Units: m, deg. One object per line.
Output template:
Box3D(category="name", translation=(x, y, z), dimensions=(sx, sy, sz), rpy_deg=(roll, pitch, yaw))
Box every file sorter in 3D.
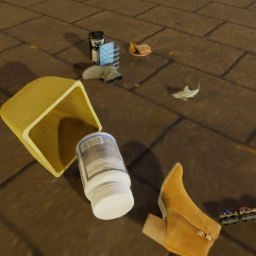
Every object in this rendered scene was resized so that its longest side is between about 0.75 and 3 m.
Box3D(category="file sorter", translation=(-0.905, -3.576, 14.092), dimensions=(0.798, 1.150, 0.705), rpy_deg=(-27, 53, -26))

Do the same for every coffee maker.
Box3D(category="coffee maker", translation=(-1.679, -4.284, 14.632), dimensions=(0.953, 1.415, 1.359), rpy_deg=(-26, 49, -26))

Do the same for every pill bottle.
Box3D(category="pill bottle", translation=(-0.728, 1.400, 8.515), dimensions=(1.384, 1.384, 2.432), rpy_deg=(-12, 44, -12))

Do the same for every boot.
Box3D(category="boot", translation=(-1.230, -2.516, 13.376), dimensions=(1.788, 0.605, 1.168), rpy_deg=(-19, 52, -18))
Box3D(category="boot", translation=(1.724, 2.341, 7.988), dimensions=(1.886, 0.927, 2.635), rpy_deg=(22, 51, 14))

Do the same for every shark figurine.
Box3D(category="shark figurine", translation=(2.695, -1.645, 12.312), dimensions=(1.355, 0.565, 0.809), rpy_deg=(-17, 27, -12))

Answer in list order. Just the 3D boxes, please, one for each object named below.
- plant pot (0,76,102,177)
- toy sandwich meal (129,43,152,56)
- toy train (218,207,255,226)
Box3D(category="plant pot", translation=(-2.820, -0.320, 9.499), dimensions=(2.453, 2.398, 2.382), rpy_deg=(24, 61, 32))
Box3D(category="toy sandwich meal", translation=(0.675, -4.416, 15.471), dimensions=(1.365, 0.468, 1.365), rpy_deg=(0, 43, 0))
Box3D(category="toy train", translation=(3.430, 2.487, 8.147), dimensions=(1.777, 0.303, 0.407), rpy_deg=(-8, 40, -9))
